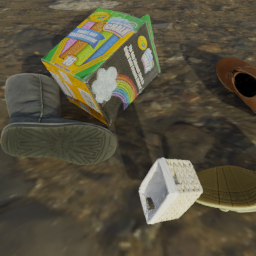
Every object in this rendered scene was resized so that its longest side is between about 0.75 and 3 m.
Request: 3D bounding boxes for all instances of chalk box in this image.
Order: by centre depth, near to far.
[{"bbox_3d":[-0.418,-1.894,7.559,1.796,1.809,2.898,30,69,33],"label":"chalk box"}]

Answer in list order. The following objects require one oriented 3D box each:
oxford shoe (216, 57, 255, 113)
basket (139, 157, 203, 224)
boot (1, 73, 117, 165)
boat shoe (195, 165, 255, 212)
[{"bbox_3d":[3.309,-1.501,8.219,1.026,1.026,2.878,31,22,-30],"label":"oxford shoe"},{"bbox_3d":[0.674,1.036,4.598,0.628,1.018,0.690,2,48,-20],"label":"basket"},{"bbox_3d":[-1.768,-0.357,6.885,2.610,1.042,2.871,12,22,-21],"label":"boot"},{"bbox_3d":[2.320,1.207,5.324,2.350,0.739,0.857,-6,51,3],"label":"boat shoe"}]
